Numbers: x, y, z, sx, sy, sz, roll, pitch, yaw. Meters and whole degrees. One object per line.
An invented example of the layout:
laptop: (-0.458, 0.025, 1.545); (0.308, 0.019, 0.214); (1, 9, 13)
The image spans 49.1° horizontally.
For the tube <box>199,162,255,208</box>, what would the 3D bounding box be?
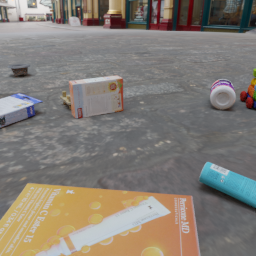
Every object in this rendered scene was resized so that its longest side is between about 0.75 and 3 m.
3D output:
tube: (2.657, 1.388, 6.311); (2.037, 0.513, 0.789); (22, 52, 27)

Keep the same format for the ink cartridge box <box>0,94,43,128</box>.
ink cartridge box: (-4.885, -0.601, 10.751); (1.695, 0.596, 2.841); (17, 32, 33)

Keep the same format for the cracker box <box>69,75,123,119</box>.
cracker box: (-1.237, -1.263, 11.214); (2.082, 1.395, 0.601); (-11, 26, -24)

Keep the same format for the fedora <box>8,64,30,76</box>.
fedora: (-6.698, -3.570, 17.323); (1.437, 0.649, 1.271); (12, 25, 39)

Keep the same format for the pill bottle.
pill bottle: (4.153, -1.547, 12.323); (1.017, 1.017, 1.809); (6, 24, 14)

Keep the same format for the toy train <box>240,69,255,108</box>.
toy train: (5.741, -1.962, 12.577); (1.148, 1.569, 2.711); (3, 24, 5)

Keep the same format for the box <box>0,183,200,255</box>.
box: (-0.446, 1.931, 4.074); (2.780, 1.355, 1.729); (3, 24, 6)

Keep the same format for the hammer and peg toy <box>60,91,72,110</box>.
hammer and peg toy: (-2.007, -1.339, 12.388); (1.732, 0.611, 1.274); (-13, 26, -28)
